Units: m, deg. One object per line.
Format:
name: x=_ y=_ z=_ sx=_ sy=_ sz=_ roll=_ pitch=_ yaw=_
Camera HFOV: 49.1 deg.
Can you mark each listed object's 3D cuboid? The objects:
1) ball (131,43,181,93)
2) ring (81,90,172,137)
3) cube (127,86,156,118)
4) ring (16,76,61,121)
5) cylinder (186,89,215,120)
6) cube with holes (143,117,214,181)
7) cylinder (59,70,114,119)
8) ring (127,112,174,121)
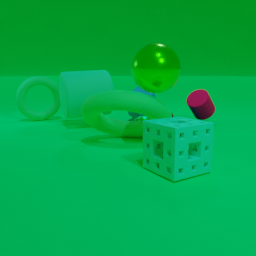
ball: x=0.575 y=-1.220 z=5.768 sx=1.010 sy=1.010 sz=1.010 roll=0 pitch=12 yaw=0
ring: x=-0.039 y=-0.261 z=6.420 sx=2.067 sy=0.413 sz=2.067 roll=5 pitch=-20 yaw=2
cube: x=0.417 y=-0.757 z=8.960 sx=0.766 sy=0.766 sz=0.766 roll=-37 pitch=42 yaw=-16
ring: x=-2.981 y=-0.989 z=9.455 sx=1.508 sy=1.508 sz=0.302 roll=-6 pitch=18 yaw=-28
cylinder: x=2.294 y=-0.732 z=8.807 sx=0.709 sy=0.709 sz=0.709 roll=11 pitch=-27 yaw=43
cube with holes: x=0.826 y=0.302 z=4.730 sx=0.830 sy=0.830 sz=0.830 roll=-7 pitch=12 yaw=-32
cylinder: x=-1.280 y=-1.025 z=8.492 sx=1.385 sy=1.385 sz=1.385 roll=-7 pitch=13 yaw=-21
ring: x=0.600 y=-0.197 z=7.972 sx=1.433 sy=0.287 sz=1.433 roll=-13 pitch=10 yaw=2
